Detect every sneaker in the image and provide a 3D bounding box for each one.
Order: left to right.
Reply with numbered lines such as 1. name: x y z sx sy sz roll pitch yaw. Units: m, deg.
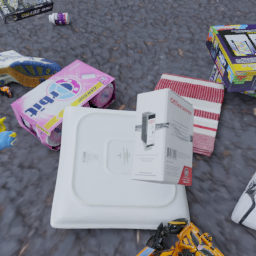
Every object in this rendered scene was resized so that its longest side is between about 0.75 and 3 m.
1. sneaker: -3.459 -2.029 8.909 2.792 1.051 1.231 1 50 0
2. sneaker: 3.103 1.548 6.114 1.033 0.675 1.798 31 61 23

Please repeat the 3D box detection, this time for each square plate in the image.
1. square plate: -0.104 0.742 6.398 2.942 0.422 2.970 4 59 -8

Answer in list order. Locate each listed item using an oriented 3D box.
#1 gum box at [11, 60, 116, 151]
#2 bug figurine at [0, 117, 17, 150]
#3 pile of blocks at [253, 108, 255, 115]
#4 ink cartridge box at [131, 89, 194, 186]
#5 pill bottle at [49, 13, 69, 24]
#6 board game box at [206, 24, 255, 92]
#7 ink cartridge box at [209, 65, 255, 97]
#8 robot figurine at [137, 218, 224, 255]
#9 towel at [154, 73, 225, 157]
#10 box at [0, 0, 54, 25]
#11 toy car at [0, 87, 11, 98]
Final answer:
1. gum box: -1.748 -0.697 7.870 1.501 0.875 2.646 30 56 23
2. bug figurine: -1.217 0.333 1.983 0.745 0.247 0.961 -13 32 35
3. pile of blocks: 4.034 -0.436 8.070 0.787 0.245 0.323 27 55 21
4. ink cartridge box: 0.653 0.213 4.953 0.626 1.109 1.511 -5 74 37
5. pill bottle: -2.793 -4.435 11.376 0.755 0.425 0.425 -3 49 -1
6. board game box: 3.965 -2.147 8.254 2.723 0.772 2.251 -4 52 -4
7. ink cartridge box: 4.200 -1.667 8.831 2.837 0.714 1.546 22 53 16
8. robot figurine: 0.816 2.688 5.062 2.255 0.656 1.635 -36 66 -24
9. towel: 1.604 -0.528 8.123 2.065 0.326 2.867 14 49 14
10. box: -3.009 -3.758 7.422 1.399 0.426 1.736 -29 87 -25
11. toy car: -3.845 -1.330 8.475 0.441 0.900 0.299 8 50 30
